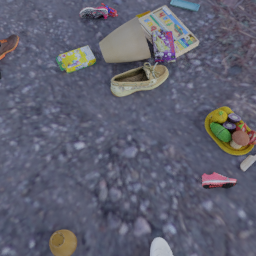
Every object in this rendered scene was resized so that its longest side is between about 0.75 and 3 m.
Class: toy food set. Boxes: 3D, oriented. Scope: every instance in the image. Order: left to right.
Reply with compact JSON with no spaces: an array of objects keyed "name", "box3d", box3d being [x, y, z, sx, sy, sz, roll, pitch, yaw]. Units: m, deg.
[{"name":"toy food set","box3d":[4.119,0.133,10.642,1.526,0.847,2.594,-29,64,-16]}]

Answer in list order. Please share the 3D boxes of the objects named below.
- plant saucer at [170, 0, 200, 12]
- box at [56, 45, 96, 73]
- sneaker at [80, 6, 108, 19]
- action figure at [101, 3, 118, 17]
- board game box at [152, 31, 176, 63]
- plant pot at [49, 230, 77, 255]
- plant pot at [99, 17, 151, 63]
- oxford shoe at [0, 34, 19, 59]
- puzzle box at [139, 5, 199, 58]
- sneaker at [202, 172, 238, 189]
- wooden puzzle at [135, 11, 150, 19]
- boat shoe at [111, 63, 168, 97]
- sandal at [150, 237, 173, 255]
[{"name":"plant saucer","box3d":[3.022,-6.519,14.857,1.507,0.143,0.527,19,62,11]},{"name":"box","box3d":[-2.381,-3.095,12.762,1.621,0.392,0.951,-21,63,-15]},{"name":"sneaker","box3d":[-1.742,-5.785,14.205,1.442,0.581,0.538,-6,83,3]},{"name":"action figure","box3d":[-0.969,-6.046,14.454,1.159,0.379,0.300,36,29,19]},{"name":"board game box","box3d":[1.620,-3.707,12.747,0.957,0.257,1.594,-2,67,-5]},{"name":"plant pot","box3d":[-2.082,3.532,8.668,0.863,0.926,0.863,0,61,0]},{"name":"plant pot","box3d":[-0.218,-3.692,12.453,1.967,1.843,1.843,-18,61,5]},{"name":"oxford shoe","box3d":[-5.757,-3.884,13.070,0.603,0.614,1.693,24,63,13]},{"name":"puzzle box","box3d":[1.842,-4.568,13.411,1.819,0.348,2.734,-32,71,-12]},{"name":"sneaker","box3d":[3.237,1.807,9.916,1.275,0.470,0.553,0,55,-2]},{"name":"wooden puzzle","box3d":[1.433,-5.111,13.969,1.410,0.244,2.090,-32,70,-13]},{"name":"boat shoe","box3d":[0.545,-2.133,11.937,2.693,0.844,0.987,-24,63,-13]},{"name":"sandal","box3d":[0.980,4.634,8.151,0.660,1.093,2.687,-29,56,31]}]
